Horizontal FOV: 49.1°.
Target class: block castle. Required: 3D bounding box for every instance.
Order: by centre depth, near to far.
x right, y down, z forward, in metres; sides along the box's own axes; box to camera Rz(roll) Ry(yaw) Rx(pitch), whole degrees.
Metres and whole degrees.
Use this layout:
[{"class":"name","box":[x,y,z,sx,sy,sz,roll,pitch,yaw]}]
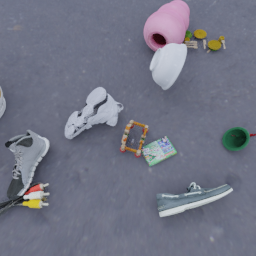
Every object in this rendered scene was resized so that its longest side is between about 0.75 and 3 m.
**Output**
[{"class":"block castle","box":[0.236,0.411,10.703,0.858,0.603,1.285,18,69,3]}]

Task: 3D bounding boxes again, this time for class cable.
[{"class":"cable","box":[-3.783,2.430,9.628,2.326,0.585,1.129,-11,46,-2]}]

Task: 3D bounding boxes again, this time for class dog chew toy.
[{"class":"dog chew toy","box":[1.939,-4.790,12.844,1.862,1.862,2.991,24,56,12]}]

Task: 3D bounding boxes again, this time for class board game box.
[{"class":"board game box","box":[1.159,0.875,10.700,1.173,0.171,0.790,-24,65,-12]}]

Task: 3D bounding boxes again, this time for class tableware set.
[{"class":"tableware set","box":[3.589,-4.144,13.302,1.990,0.305,1.341,2,59,3]}]

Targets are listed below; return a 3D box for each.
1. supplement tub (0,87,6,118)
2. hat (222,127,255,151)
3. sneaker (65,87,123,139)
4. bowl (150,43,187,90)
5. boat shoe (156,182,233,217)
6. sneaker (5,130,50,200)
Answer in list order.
[{"class":"supplement tub","box":[-6.001,-1.437,10.349,2.100,2.908,2.100,-1,64,1]},{"class":"hat","box":[4.419,0.558,10.912,1.169,1.029,0.968,-14,61,34]},{"class":"sneaker","box":[-1.293,-0.323,10.854,2.445,1.405,0.919,-48,38,16]},{"class":"bowl","box":[1.423,-2.509,10.889,0.859,1.911,1.911,20,62,-13]},{"class":"boat shoe","box":[2.232,2.264,9.536,2.645,0.963,0.817,-17,67,-3]},{"class":"sneaker","box":[-3.850,1.136,9.698,0.915,1.408,2.438,2,59,36]}]
